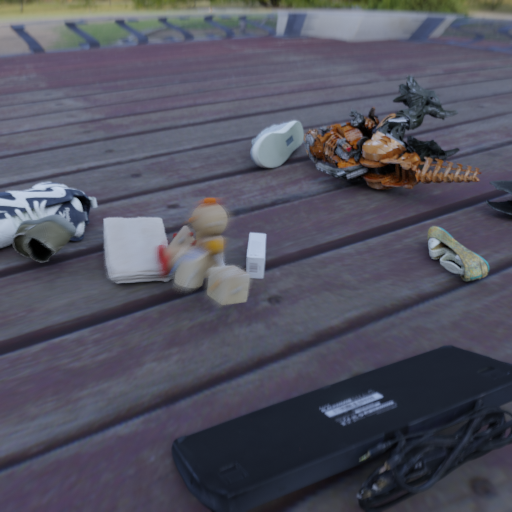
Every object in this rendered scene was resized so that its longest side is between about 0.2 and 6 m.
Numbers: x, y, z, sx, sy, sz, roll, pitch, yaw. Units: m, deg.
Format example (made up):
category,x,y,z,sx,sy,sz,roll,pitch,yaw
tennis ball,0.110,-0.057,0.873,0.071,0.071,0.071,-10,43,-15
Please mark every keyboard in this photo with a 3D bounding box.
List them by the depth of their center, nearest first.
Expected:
category,x,y,z,sx,sy,sz,roll,pitch,yaw
keyboard,1.391,2.243,6.715,4.464,0.885,2.324,-14,10,-21

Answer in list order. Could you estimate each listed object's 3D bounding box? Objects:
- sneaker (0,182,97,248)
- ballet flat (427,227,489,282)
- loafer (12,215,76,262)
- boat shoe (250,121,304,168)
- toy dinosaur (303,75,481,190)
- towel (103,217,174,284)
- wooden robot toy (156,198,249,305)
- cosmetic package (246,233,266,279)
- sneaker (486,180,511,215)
category,x,y,z,sx,sy,sz,roll,pitch,yaw
sneaker,-4.317,-0.744,11.163,1.751,1.074,2.690,6,20,27
ballet flat,3.620,-0.045,10.565,0.603,0.603,1.707,-11,32,-18
loafer,-4.031,-0.261,10.260,1.903,0.716,0.663,-15,40,47
boat shoe,0.419,-3.053,15.528,0.935,0.916,2.625,-2,25,33
toy dinosaur,3.311,-2.488,13.881,3.100,2.333,4.568,-36,62,-25
towel,-2.235,-0.134,10.556,1.181,0.307,1.782,-1,41,-18
wooden robot toy,-0.952,-0.300,9.398,1.277,1.315,2.898,2,19,-20
cosmetic package,0.004,-0.015,10.538,0.347,0.477,0.938,4,32,2
sneaker,6.888,-1.498,12.541,3.358,1.008,1.751,-23,42,-28
